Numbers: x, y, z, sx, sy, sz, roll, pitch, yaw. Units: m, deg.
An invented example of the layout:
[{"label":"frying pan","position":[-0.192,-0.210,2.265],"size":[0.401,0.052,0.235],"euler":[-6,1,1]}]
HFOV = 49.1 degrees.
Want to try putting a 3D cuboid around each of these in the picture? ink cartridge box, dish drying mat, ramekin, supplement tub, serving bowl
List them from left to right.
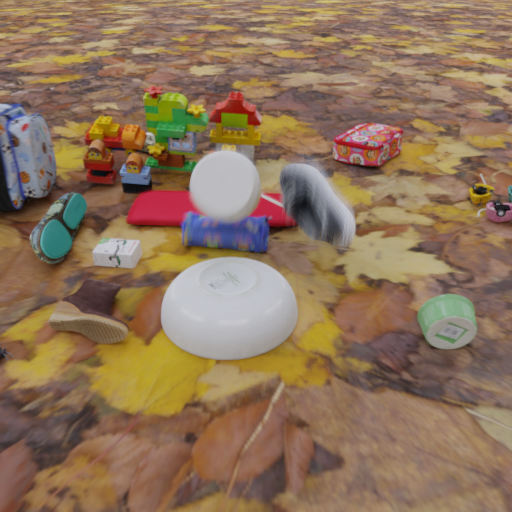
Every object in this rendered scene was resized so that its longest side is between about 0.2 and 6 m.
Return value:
[{"label":"ink cartridge box","position":[-2.731,-0.059,11.079],"size":[0.800,0.337,0.584],"euler":[4,33,6]},{"label":"dish drying mat","position":[-0.903,-1.082,12.637],"size":[3.758,0.342,1.443],"euler":[2,32,3]},{"label":"supplement tub","position":[-0.529,-1.232,10.102],"size":[1.216,1.216,1.677],"euler":[1,3,1]},{"label":"serving bowl","position":[-0.463,0.686,9.511],"size":[2.362,0.777,2.362],"euler":[-1,33,0]},{"label":"ramekin","position":[3.032,1.070,8.843],"size":[0.886,0.886,0.433],"euler":[2,39,3]}]

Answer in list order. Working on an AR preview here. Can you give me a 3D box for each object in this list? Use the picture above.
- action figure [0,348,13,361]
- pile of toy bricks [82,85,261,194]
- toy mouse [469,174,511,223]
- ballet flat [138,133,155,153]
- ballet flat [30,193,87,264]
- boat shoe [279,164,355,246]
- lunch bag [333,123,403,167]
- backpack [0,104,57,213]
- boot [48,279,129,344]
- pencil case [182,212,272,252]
[{"label":"action figure","position":[-4.228,1.445,8.642],"size":[0.867,0.443,0.516],"euler":[0,22,4]},{"label":"pile of toy bricks","position":[-2.184,-3.118,13.750],"size":[4.526,2.235,2.511],"euler":[4,44,2]},{"label":"toy mouse","position":[5.719,-1.136,12.710],"size":[1.826,0.398,2.054],"euler":[19,37,27]},{"label":"ballet flat","position":[-2.766,-3.105,15.634],"size":[1.760,0.622,0.622],"euler":[19,37,27]},{"label":"ballet flat","position":[-4.170,-0.486,11.518],"size":[0.873,0.873,2.352],"euler":[2,31,4]},{"label":"boat shoe","position":[0.910,-1.043,10.726],"size":[0.848,0.898,2.503],"euler":[4,37,-31]},{"label":"lunch bag","position":[3.009,-3.110,15.546],"size":[1.665,0.774,1.890],"euler":[18,36,34]},{"label":"backpack","position":[-5.743,-2.397,12.908],"size":[2.031,2.637,2.512],"euler":[-2,25,-14]},{"label":"boot","position":[-2.598,0.845,9.460],"size":[1.511,0.547,1.257],"euler":[7,35,17]},{"label":"pencil case","position":[-0.616,-0.492,11.350],"size":[1.830,0.795,0.714],"euler":[4,74,7]}]
